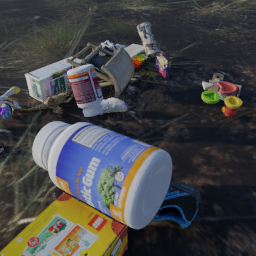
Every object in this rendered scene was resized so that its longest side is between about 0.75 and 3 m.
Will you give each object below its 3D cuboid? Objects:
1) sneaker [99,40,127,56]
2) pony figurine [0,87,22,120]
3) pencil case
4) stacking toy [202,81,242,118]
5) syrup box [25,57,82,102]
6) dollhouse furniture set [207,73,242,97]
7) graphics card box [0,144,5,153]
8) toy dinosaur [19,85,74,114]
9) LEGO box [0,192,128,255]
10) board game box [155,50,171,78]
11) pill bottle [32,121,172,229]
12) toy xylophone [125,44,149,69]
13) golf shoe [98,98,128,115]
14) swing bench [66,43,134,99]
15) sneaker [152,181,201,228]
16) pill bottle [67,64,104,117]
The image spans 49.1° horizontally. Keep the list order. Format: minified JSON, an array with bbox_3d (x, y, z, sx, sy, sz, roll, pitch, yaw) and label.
[{"bbox_3d":[-0.852,-4.522,15.576,1.695,0.677,1.103,-7,44,8],"label":"sneaker"},{"bbox_3d":[-4.936,-0.934,9.955,2.246,1.937,2.326,-2,20,-18],"label":"pony figurine"},{"bbox_3d":[0.858,-3.601,11.459,0.582,1.495,0.669,-23,-12,25],"label":"pencil case"},{"bbox_3d":[3.424,-1.088,10.539,1.408,0.657,1.555,7,42,6],"label":"stacking toy"},{"bbox_3d":[-2.979,-2.132,11.983,1.026,0.992,2.520,25,43,31],"label":"syrup box"},{"bbox_3d":[3.945,-1.634,11.432,1.190,0.834,0.839,17,39,22],"label":"dollhouse furniture set"},{"bbox_3d":[-4.291,0.726,8.701,0.474,0.192,0.755,20,41,26],"label":"graphics card box"},{"bbox_3d":[-2.948,-0.963,10.832,2.576,0.750,1.302,-30,26,-19],"label":"toy dinosaur"},{"bbox_3d":[-1.339,2.609,5.464,1.730,0.896,2.323,21,40,26],"label":"LEGO box"},{"bbox_3d":[1.652,-3.089,13.427,0.237,0.880,1.467,-10,37,-13],"label":"board game box"},{"bbox_3d":[-0.683,0.843,6.296,2.998,1.680,1.680,18,39,29],"label":"pill bottle"},{"bbox_3d":[0.415,-3.672,14.438,1.857,0.637,2.537,25,43,30],"label":"toy xylophone"},{"bbox_3d":[-0.852,-0.752,10.525,1.711,0.644,0.783,9,54,14],"label":"golf shoe"},{"bbox_3d":[-1.079,-2.546,12.160,2.301,1.493,2.289,10,37,13],"label":"swing bench"},{"bbox_3d":[0.514,1.636,6.837,2.429,0.889,0.995,11,37,15],"label":"sneaker"},{"bbox_3d":[-1.352,-1.220,9.251,0.899,1.592,0.899,-13,19,5],"label":"pill bottle"}]
